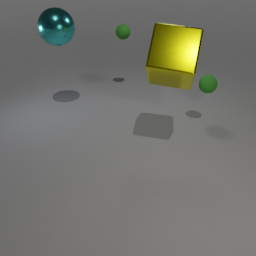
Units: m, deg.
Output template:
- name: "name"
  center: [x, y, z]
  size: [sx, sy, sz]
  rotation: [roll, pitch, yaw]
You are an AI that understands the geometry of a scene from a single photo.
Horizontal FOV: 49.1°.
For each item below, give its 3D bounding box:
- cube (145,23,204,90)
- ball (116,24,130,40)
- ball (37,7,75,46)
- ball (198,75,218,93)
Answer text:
- name: "cube"
  center: [1.380, -2.113, 8.468]
  size: [1.400, 1.400, 1.400]
  rotation: [11, -9, 9]
- name: "ball"
  center: [-0.236, -4.593, 13.392]
  size: [0.700, 0.700, 0.700]
  rotation: [0, 30, 0]
- name: "ball"
  center: [-2.739, -3.860, 10.718]
  size: [1.400, 1.400, 1.400]
  rotation: [0, 30, 0]
- name: "ball"
  center: [3.046, -1.672, 10.673]
  size: [0.700, 0.700, 0.700]
  rotation: [0, 30, 0]
